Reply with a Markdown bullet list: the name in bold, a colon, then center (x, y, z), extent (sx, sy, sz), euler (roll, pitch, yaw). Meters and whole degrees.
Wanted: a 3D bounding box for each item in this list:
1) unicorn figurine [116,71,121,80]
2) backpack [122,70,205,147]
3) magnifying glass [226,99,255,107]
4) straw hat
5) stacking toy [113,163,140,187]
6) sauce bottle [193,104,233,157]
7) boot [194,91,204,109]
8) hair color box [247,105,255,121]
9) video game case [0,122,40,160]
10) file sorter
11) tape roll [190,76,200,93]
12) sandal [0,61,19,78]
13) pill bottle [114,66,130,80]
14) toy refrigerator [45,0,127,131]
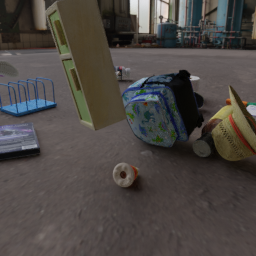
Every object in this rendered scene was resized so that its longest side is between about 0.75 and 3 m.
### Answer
- **unicorn figurine**: center (-0.598, -2.357, 12.714), extent (0.616, 0.331, 0.897), euler (-18, -4, 6)
- **backpack**: center (0.877, -0.577, 8.995), extent (1.718, 2.139, 2.338), euler (-40, 29, -30)
- **magnifying glass**: center (5.778, -1.035, 12.905), extent (2.471, 0.277, 0.984), euler (14, 25, 36)
- **straw hat**: center (2.948, 0.275, 7.578), extent (1.152, 2.721, 2.721), euler (-32, 7, 26)
- **stacking toy**: center (0.045, 1.110, 6.884), extent (0.574, 0.574, 0.786), euler (11, 4, 27)
- **sauce bottle**: center (2.900, 0.079, 8.952), extent (0.907, 0.907, 2.747), euler (15, 34, 35)
- **boot**: center (2.105, -1.325, 12.961), extent (2.472, 0.895, 1.783), euler (3, 5, -14)
- **hair color box**: center (5.036, -0.504, 11.168), extent (0.778, 0.461, 1.423), euler (13, 26, 34)
- **video game case**: center (-3.913, 0.388, 9.056), extent (1.826, 0.242, 2.556), euler (-8, 21, -21)
- **file sorter**: center (-4.560, -1.490, 12.669), extent (1.445, 1.278, 2.083), euler (14, 25, 36)
- **tape roll**: center (2.897, -2.099, 14.600), extent (1.572, 1.079, 1.572), euler (0, 20, 0)
- **sandal**: center (-3.953, -1.787, 8.605), extent (0.331, 0.548, 1.347), euler (-22, -6, 24)
- **pill bottle**: center (-0.631, -3.835, 19.565), extent (1.545, 0.924, 0.924), euler (1, 20, 1)
- **toy refrigerator**: center (-1.055, -1.522, 6.944), extent (1.046, 2.990, 1.135), euler (-22, 20, -23)
